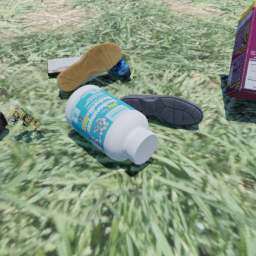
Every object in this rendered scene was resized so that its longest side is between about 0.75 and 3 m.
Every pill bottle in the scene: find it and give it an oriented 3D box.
[{"bbox_3d":[-0.439,-0.066,7.620,1.429,1.429,2.580,-33,51,-32],"label":"pill bottle"}]

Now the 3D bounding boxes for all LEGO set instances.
[{"bbox_3d":[-2.942,-0.182,7.885,0.677,0.881,0.510,34,83,33],"label":"LEGO set"}]

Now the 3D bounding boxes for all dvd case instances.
[{"bbox_3d":[-2.323,-2.555,11.426,1.886,0.165,1.346,-9,37,-11],"label":"dvd case"}]

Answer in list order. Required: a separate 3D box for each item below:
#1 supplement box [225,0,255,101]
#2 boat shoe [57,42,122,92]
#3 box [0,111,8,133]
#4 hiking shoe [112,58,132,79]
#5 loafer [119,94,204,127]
[{"bbox_3d":[4.169,-2.312,8.843,1.392,2.697,1.766,10,3,4],"label":"supplement box"},{"bbox_3d":[-1.457,-2.233,10.209,2.696,0.955,0.934,-34,12,-16],"label":"boat shoe"},{"bbox_3d":[-4.049,-0.113,8.011,0.697,0.690,0.840,24,62,7],"label":"box"},{"bbox_3d":[-0.485,-2.544,10.825,0.633,0.738,1.703,-41,57,9],"label":"hiking shoe"},{"bbox_3d":[1.025,-0.708,8.774,2.652,0.953,0.835,9,28,11],"label":"loafer"}]
